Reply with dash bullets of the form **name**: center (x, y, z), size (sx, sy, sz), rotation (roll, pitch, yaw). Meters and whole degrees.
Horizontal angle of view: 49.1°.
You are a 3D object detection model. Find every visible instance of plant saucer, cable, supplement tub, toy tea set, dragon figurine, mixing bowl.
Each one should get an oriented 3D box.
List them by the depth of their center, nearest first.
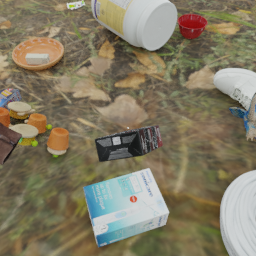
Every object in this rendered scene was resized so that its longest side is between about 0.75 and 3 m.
- **cable**: center (3.186, 2.060, 5.932), size (2.501, 0.866, 2.501), rotation (-3, 55, -2)
- **dragon figurine**: center (3.073, -0.315, 6.848), size (0.821, 2.790, 1.387), rotation (-35, 46, 23)
- **toy tea set**: center (-2.870, 0.174, 7.823), size (2.589, 0.958, 1.539), rotation (29, 26, 26)
- **plant saucer**: center (-3.319, -2.734, 10.451), size (1.865, 0.349, 1.865), rotation (1, 49, -1)
- **supplement tub**: center (0.218, -4.424, 10.723), size (2.104, 2.104, 2.894), rotation (-33, 57, -25)
- **mixing bowl**: center (2.574, -4.043, 11.376), size (1.179, 0.639, 1.179), rotation (0, 49, 1)

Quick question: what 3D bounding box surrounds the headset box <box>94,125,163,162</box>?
- **headset box**: center (0.068, 0.243, 4.844), size (0.810, 1.088, 0.420), rotation (-11, 90, 25)

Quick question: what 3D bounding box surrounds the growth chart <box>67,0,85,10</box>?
- **growth chart**: center (-2.466, -5.845, 13.292), size (0.902, 0.080, 0.653), rotation (-18, 53, -14)

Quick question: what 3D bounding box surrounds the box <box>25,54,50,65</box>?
- **box**: center (-3.236, -2.474, 10.077), size (0.797, 0.327, 0.272), rotation (3, 50, 2)

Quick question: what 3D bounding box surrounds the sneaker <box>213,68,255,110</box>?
- **sneaker**: center (3.694, -0.872, 8.467), size (2.589, 0.954, 1.496), rotation (23, 52, 19)

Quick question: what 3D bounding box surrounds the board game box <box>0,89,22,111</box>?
- **board game box**: center (-4.172, -0.820, 8.750), size (1.421, 0.438, 1.420), rotation (29, 54, 23)

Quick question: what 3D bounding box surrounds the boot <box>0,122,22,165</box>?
- **boot**: center (-2.827, -0.072, 5.722), size (1.359, 0.591, 1.633), rotation (23, 43, -11)

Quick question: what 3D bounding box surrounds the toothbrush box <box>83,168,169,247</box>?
- **toothbrush box**: center (-0.066, 1.774, 6.363), size (1.637, 0.698, 1.199), rotation (-13, 51, -12)
